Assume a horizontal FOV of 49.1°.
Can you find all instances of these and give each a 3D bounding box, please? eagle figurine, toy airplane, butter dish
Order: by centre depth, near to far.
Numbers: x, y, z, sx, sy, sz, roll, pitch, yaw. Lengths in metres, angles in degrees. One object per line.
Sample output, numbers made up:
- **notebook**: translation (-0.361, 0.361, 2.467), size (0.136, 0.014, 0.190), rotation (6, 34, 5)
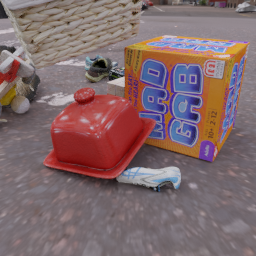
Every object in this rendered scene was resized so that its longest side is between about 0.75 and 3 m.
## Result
- **butter dish**: translation (-0.768, -0.143, 6.246), size (2.155, 1.593, 2.149), rotation (6, 39, 31)
- **toy airplane**: translation (-3.707, -1.268, 8.751), size (2.570, 1.814, 2.559), rotation (-44, 26, -10)
- **eagle figurine**: translation (-4.350, -2.026, 10.530), size (2.067, 2.056, 2.724), rotation (7, 14, -9)

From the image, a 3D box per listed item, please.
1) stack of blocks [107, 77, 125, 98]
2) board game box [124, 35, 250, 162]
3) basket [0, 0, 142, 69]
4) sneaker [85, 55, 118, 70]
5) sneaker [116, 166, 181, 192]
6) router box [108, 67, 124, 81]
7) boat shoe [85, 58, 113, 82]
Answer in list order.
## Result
- **stack of blocks**: translation (0.370, -1.430, 9.523), size (0.716, 1.409, 2.446), rotation (20, 33, 35)
- **board game box**: translation (1.544, -0.988, 7.439), size (2.436, 2.434, 2.435), rotation (14, 30, 27)
- **basket**: translation (-1.194, -2.626, 5.729), size (2.703, 1.667, 1.832), rotation (-24, 54, -19)
- **sneaker**: translation (-1.328, -3.277, 14.046), size (1.690, 0.729, 0.656), rotation (-4, 26, -8)
- **sneaker**: translation (0.391, 1.037, 5.652), size (1.331, 0.478, 0.482), rotation (-4, 67, 14)
- **router box**: translation (0.017, -2.247, 12.239), size (1.154, 0.478, 1.540), rotation (-17, 31, -31)
- **boat shoe**: translation (-1.184, -2.828, 12.852), size (0.823, 0.757, 2.303), rotation (33, 36, 1)
